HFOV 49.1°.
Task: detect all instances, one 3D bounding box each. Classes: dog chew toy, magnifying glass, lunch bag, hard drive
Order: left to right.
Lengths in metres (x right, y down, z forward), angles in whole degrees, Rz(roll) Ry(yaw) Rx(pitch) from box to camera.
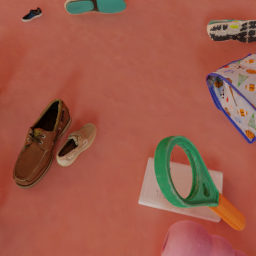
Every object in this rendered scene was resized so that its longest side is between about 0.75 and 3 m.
[{"bbox_3d":[1.495,1.666,7.808,2.149,0.282,1.417,11,55,8],"label":"hard drive"},{"bbox_3d":[1.259,1.033,4.503,0.289,2.582,1.028,-15,45,38],"label":"magnifying glass"},{"bbox_3d":[1.819,2.940,6.337,2.034,1.266,1.266,20,56,7],"label":"dog chew toy"},{"bbox_3d":[4.118,-1.148,9.076,2.223,1.619,2.615,-26,66,-17],"label":"lunch bag"}]

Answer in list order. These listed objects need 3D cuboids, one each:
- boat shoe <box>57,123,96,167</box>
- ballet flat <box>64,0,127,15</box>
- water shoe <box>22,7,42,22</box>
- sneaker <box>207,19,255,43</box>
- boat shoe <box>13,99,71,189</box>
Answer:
[{"bbox_3d":[-1.555,0.407,8.564,0.612,0.551,1.697,28,58,19],"label":"boat shoe"},{"bbox_3d":[-1.487,-5.845,12.908,2.876,0.970,0.897,-3,50,-3],"label":"ballet flat"},{"bbox_3d":[-4.426,-5.209,12.775,1.004,0.396,0.359,-35,61,-23],"label":"water shoe"},{"bbox_3d":[4.627,-4.255,11.781,2.534,0.982,1.009,5,45,4],"label":"sneaker"},{"bbox_3d":[-2.639,0.340,8.346,1.036,0.979,2.880,11,55,8],"label":"boat shoe"}]
